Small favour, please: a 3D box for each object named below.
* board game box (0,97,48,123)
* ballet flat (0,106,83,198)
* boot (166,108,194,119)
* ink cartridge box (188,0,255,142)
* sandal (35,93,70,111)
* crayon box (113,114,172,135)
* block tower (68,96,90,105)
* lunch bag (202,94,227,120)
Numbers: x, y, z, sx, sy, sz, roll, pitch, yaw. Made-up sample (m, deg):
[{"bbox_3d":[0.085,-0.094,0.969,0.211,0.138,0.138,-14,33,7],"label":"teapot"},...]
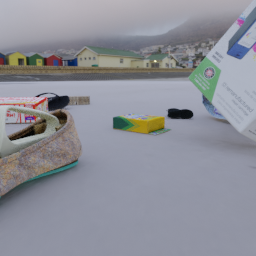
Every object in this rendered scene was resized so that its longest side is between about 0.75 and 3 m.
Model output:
[{"bbox_3d":[-3.483,-0.579,8.537,1.739,0.532,2.295,-2,11,-9],"label":"board game box"},{"bbox_3d":[-1.556,0.269,3.123,0.995,0.983,2.924,5,12,21],"label":"ballet flat"},{"bbox_3d":[1.582,-0.461,8.641,0.808,0.299,0.663,-1,10,7],"label":"boot"},{"bbox_3d":[2.570,-1.212,4.990,1.075,2.457,1.785,20,30,-40],"label":"ink cartridge box"},{"bbox_3d":[-3.158,-0.969,10.215,2.157,0.462,0.820,-10,35,-27],"label":"sandal"},{"bbox_3d":[0.344,-0.116,6.789,1.229,0.317,0.773,9,14,36],"label":"crayon box"},{"bbox_3d":[-2.304,-1.186,12.071,1.369,0.370,0.396,-4,13,-19],"label":"block tower"},{"bbox_3d":[3.717,-1.012,7.626,2.431,1.823,2.867,-1,2,-16],"label":"lunch bag"}]
